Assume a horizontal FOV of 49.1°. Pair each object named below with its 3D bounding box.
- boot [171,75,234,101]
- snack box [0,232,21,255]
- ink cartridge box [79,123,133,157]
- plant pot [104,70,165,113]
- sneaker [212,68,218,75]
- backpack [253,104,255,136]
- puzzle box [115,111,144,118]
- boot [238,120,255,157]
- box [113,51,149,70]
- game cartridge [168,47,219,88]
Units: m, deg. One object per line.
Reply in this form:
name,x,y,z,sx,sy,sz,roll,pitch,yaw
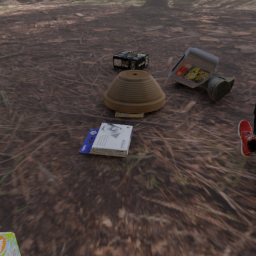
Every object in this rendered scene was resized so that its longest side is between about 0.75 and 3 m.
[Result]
boot,2.930,-1.995,11.790,2.513,0.912,2.285,27,26,27
snack box,-3.443,2.636,4.124,2.989,0.792,2.126,0,31,-1
ink cartridge box,-0.631,0.318,8.514,1.415,0.287,1.412,4,31,6
plant pot,0.259,-1.529,10.703,2.397,1.106,2.397,1,28,0
sneaker,4.108,-2.715,13.661,0.751,0.283,0.331,-23,45,-19
backpack,4.645,-0.192,7.865,1.607,2.086,1.987,-16,29,-35
puzzle box,0.076,-0.608,10.218,1.015,0.129,0.675,2,30,4
boot,2.643,0.156,6.106,0.306,0.609,0.844,-1,71,6
box,0.150,-3.485,14.532,1.486,0.640,1.217,17,35,26
game cartridge,1.503,-1.337,6.436,0.799,1.200,0.245,16,69,-9
